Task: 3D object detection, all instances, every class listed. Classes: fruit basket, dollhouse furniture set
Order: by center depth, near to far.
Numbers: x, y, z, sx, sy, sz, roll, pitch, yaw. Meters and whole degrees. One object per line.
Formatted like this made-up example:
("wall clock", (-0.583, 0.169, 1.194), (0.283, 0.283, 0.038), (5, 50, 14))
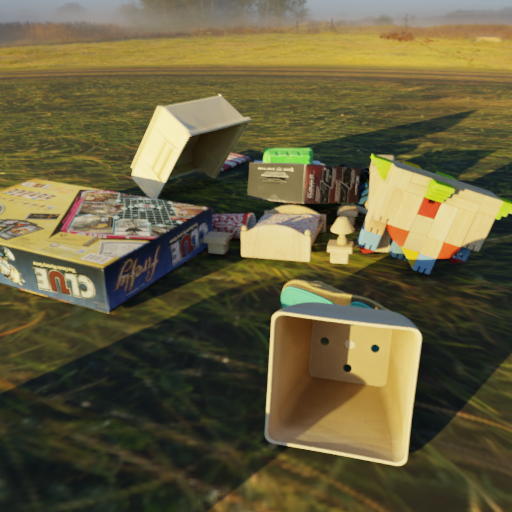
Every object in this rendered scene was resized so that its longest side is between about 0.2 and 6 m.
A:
("dollhouse furniture set", (0.999, -1.172, 11.251), (3.418, 1.669, 2.915), (4, 21, 13))
("fruit basket", (0.876, -2.499, 15.602), (1.890, 0.956, 2.040), (0, 9, -1))

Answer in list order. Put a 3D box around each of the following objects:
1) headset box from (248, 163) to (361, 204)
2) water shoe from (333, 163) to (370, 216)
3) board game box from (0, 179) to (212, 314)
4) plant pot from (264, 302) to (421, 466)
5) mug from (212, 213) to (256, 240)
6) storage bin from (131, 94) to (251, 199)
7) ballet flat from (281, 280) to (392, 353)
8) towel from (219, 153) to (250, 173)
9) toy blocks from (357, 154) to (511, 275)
("headset box", (1.013, -1.626, 12.509), (2.228, 0.861, 1.658), (-4, 10, -45))
("water shoe", (2.570, -1.548, 13.066), (0.862, 0.952, 2.411), (-20, 31, -38))
("board game box", (-3.660, -0.427, 10.707), (4.738, 0.820, 3.210), (11, 26, 25))
("plant pot", (1.001, 1.241, 6.383), (1.501, 1.499, 1.329), (6, 13, 12))
("mug", (-0.467, -0.564, 11.572), (0.851, 0.756, 0.568), (4, 64, 18))
("storage bin", (-1.713, -2.727, 14.158), (1.109, 2.350, 2.367), (46, 40, 11))
("ballet flat", (1.397, 0.848, 7.913), (0.776, 0.845, 2.462), (-7, 23, -40))
("towel", (-1.079, -2.836, 16.944), (1.153, 0.182, 1.600), (17, 30, 28))
("toy blocks", (2.999, -0.539, 9.963), (2.579, 1.763, 1.289), (16, 22, -3))
